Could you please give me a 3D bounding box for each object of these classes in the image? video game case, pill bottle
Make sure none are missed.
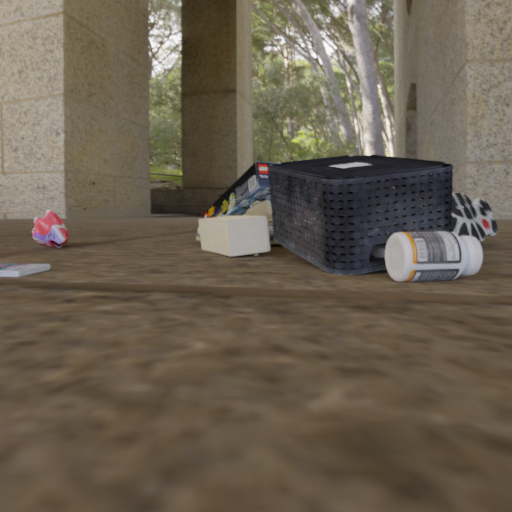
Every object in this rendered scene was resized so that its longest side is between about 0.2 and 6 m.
[{"bbox_3d":[-3.738,0.215,8.502,0.831,0.108,0.913,0,6,8],"label":"video game case"},{"bbox_3d":[2.406,0.005,7.614,1.160,0.675,0.675,-1,5,-14],"label":"pill bottle"}]

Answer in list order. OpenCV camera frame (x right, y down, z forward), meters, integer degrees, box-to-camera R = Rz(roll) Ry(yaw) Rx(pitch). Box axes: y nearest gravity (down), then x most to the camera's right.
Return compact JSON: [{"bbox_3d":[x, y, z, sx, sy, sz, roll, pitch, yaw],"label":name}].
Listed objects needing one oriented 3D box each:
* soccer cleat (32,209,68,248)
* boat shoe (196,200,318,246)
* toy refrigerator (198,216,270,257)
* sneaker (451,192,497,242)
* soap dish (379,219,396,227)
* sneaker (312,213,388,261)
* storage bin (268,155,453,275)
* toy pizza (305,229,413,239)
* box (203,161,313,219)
[{"bbox_3d":[-5.072,-0.499,13.943,0.759,0.870,2.275,-35,3,-21],"label":"soccer cleat"},{"bbox_3d":[0.194,-0.823,14.130,3.402,1.164,1.271,-1,5,-5],"label":"boat shoe"},{"bbox_3d":[-0.525,-0.434,12.099,0.875,0.806,2.304,-8,6,-20],"label":"toy refrigerator"},{"bbox_3d":[4.940,-0.680,13.912,1.343,1.298,3.220,-28,-18,35],"label":"sneaker"},{"bbox_3d":[3.272,-0.656,14.604,0.826,0.335,0.650,16,45,6],"label":"soap dish"},{"bbox_3d":[1.911,-0.463,9.872,0.983,1.078,2.630,4,-3,31],"label":"sneaker"},{"bbox_3d":[1.665,-0.870,9.694,2.148,1.490,3.177,-9,16,-16],"label":"storage bin"},{"bbox_3d":[2.510,-0.334,12.523,2.955,0.468,2.955,-3,4,0],"label":"toy pizza"},{"bbox_3d":[0.401,-1.444,15.745,2.668,0.777,3.897,2,-16,-26],"label":"box"}]
